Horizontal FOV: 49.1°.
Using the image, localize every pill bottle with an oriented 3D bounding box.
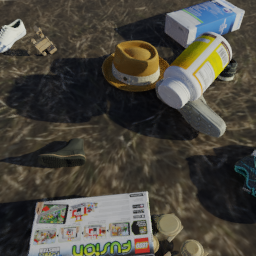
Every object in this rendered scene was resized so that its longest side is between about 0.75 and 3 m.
[{"bbox_3d":[1.848,-1.597,7.906,1.202,1.202,2.200,35,71,26],"label":"pill bottle"}]

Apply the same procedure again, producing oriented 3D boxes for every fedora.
[{"bbox_3d":[0.286,-2.390,9.984,2.546,1.039,2.546,0,49,0],"label":"fedora"}]

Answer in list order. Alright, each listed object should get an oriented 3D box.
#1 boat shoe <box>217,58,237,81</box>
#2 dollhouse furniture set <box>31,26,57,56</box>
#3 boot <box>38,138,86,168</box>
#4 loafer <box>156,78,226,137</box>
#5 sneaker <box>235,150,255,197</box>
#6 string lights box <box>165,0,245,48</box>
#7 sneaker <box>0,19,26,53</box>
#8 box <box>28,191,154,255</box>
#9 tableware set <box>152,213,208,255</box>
[{"bbox_3d":[3.270,-2.700,10.457,0.798,0.751,2.221,-18,50,-13],"label":"boat shoe"},{"bbox_3d":[-3.343,-3.335,10.792,0.576,1.111,0.492,-39,57,-1],"label":"dollhouse furniture set"},{"bbox_3d":[-1.822,0.643,7.807,1.253,0.485,0.867,5,44,-13],"label":"boot"},{"bbox_3d":[1.990,-0.790,8.653,0.972,0.974,2.785,-32,56,-16],"label":"loafer"},{"bbox_3d":[3.345,1.503,6.969,0.899,0.765,1.971,-20,47,4],"label":"sneaker"},{"bbox_3d":[3.239,-4.543,11.926,2.987,0.881,1.535,-24,53,-19],"label":"string lights box"},{"bbox_3d":[-4.962,-3.786,11.405,0.714,0.692,1.954,16,51,13],"label":"sneaker"},{"bbox_3d":[-0.793,2.259,6.197,2.622,0.455,1.443,-6,49,2],"label":"box"},{"bbox_3d":[0.892,2.600,6.123,1.241,0.172,1.485,-26,42,-21],"label":"tableware set"}]
